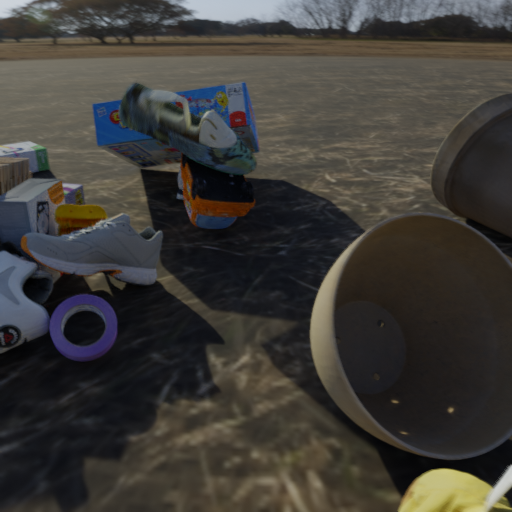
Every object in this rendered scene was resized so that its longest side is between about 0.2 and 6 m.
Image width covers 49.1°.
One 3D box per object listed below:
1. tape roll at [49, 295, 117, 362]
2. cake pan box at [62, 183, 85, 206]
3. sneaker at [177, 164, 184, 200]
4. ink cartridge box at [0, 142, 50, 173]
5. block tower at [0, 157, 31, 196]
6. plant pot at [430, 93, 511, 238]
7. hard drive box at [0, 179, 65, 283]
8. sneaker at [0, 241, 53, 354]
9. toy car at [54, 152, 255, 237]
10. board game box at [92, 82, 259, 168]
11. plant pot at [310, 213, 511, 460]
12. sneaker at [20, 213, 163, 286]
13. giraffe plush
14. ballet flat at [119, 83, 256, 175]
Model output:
[{"bbox_3d":[-1.975,0.826,6.435,0.733,0.241,0.733,5,67,-13],"label":"tape roll"},{"bbox_3d":[-4.569,-0.933,10.592,2.011,0.526,1.852,5,23,11],"label":"cake pan box"},{"bbox_3d":[-0.975,-1.939,12.266,0.941,0.992,2.464,4,22,15],"label":"sneaker"},{"bbox_3d":[-5.898,-2.334,13.619,1.348,0.590,0.980,-22,33,-38],"label":"ink cartridge box"},{"bbox_3d":[-4.211,-1.120,8.820,0.793,0.741,2.744,0,13,-11],"label":"block tower"},{"bbox_3d":[4.579,-1.264,9.561,2.370,2.370,2.056,-10,42,-21],"label":"plant pot"},{"bbox_3d":[-3.187,-0.319,8.143,0.527,1.373,1.070,3,25,6],"label":"hard drive box"},{"bbox_3d":[-3.318,0.359,7.210,1.238,1.037,2.798,-9,34,-27],"label":"sneaker"},{"bbox_3d":[-1.753,-0.891,9.456,3.790,1.261,1.859,-13,48,-34],"label":"toy car"},{"bbox_3d":[-1.562,-2.756,12.336,3.061,0.874,3.126,-7,0,3],"label":"board game box"},{"bbox_3d":[1.347,0.800,5.337,2.085,2.085,1.400,-11,-12,-22],"label":"plant pot"},{"bbox_3d":[-2.180,-0.205,7.685,2.002,0.921,0.758,12,9,-44],"label":"sneaker"},{"bbox_3d":[1.465,2.091,2.828,1.654,2.040,1.760,41,24,9],"label":"giraffe plush"},{"bbox_3d":[-1.142,-2.221,9.662,2.605,0.967,0.967,21,25,-2],"label":"ballet flat"}]
